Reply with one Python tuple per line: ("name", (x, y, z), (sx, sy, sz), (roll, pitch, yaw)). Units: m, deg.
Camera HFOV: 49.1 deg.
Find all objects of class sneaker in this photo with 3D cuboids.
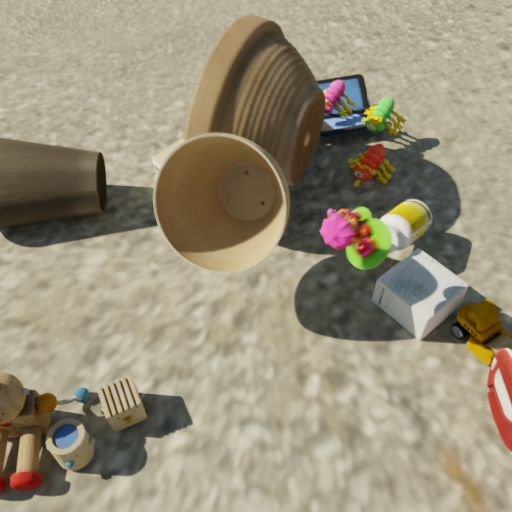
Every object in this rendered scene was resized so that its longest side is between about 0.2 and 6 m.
("sneaker", (4.228, 2.635, 6.728), (2.005, 1.360, 3.470), (1, 51, 2))

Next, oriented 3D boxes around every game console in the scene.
("game console", (1.850, -3.220, 11.959), (1.475, 0.873, 1.259), (-13, 33, -10))

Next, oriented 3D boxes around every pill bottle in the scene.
("pill bottle", (2.408, -0.473, 9.333), (0.637, 0.637, 1.133), (34, 43, 25))

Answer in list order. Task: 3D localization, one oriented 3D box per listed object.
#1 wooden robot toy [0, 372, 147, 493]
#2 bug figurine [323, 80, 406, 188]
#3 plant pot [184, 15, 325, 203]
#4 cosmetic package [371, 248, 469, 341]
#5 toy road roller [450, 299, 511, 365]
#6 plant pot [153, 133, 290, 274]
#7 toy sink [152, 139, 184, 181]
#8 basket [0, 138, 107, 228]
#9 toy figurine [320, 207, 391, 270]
("wooden robot toy", (-3.042, 2.097, 7.116), (3.111, 1.412, 1.371), (-7, 49, -5))
("bug figurine", (1.724, -2.576, 11.344), (2.650, 0.682, 2.055), (27, 76, 22))
("plant pot", (0.202, -2.203, 9.544), (1.513, 3.277, 3.277), (21, 53, 14))
("cosmetic package", (2.595, 0.594, 8.914), (1.026, 0.632, 1.029), (-33, 59, -25))
("toy road roller", (3.461, 1.097, 8.443), (0.576, 0.684, 0.937), (-27, 55, -21))
("plant pot", (-0.321, -0.827, 8.048), (1.903, 1.903, 1.278), (17, 20, 14))
("toy sink", (-1.616, -1.664, 10.685), (0.961, 0.626, 0.538), (-38, 65, -15))
("basket", (-3.798, -1.314, 10.124), (1.991, 1.354, 1.796), (0, 64, -5))
("toy figurine", (1.158, -0.347, 7.078), (0.838, 0.683, 0.910), (19, 46, -42))
